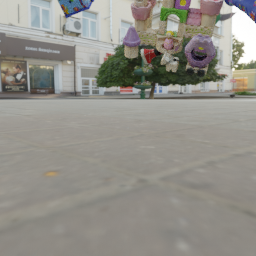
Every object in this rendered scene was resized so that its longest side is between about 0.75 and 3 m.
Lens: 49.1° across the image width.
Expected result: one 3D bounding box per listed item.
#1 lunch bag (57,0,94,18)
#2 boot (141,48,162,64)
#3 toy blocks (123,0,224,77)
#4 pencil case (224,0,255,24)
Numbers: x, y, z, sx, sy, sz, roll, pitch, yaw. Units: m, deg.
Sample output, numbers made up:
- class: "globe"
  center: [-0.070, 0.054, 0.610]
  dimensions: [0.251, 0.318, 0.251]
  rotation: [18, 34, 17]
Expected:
- class: "lunch bag"
  center: [-1.163, -3.261, 6.317]
  dimensions: [0.638, 1.021, 1.356]
  rotation: [-11, 35, 21]
- class: "boot"
  center: [0.956, -2.708, 10.547]
  dimensions: [0.763, 0.383, 1.058]
  rotation: [-5, -6, 13]
- class: "toy blocks"
  center: [1.066, -2.809, 6.448]
  dimensions: [2.260, 2.035, 2.418]
  rotation: [13, 44, 13]
- class: "pencil case"
  center: [2.514, -2.580, 5.818]
  dimensions: [0.533, 0.479, 1.227]
  rotation: [36, 21, -44]
